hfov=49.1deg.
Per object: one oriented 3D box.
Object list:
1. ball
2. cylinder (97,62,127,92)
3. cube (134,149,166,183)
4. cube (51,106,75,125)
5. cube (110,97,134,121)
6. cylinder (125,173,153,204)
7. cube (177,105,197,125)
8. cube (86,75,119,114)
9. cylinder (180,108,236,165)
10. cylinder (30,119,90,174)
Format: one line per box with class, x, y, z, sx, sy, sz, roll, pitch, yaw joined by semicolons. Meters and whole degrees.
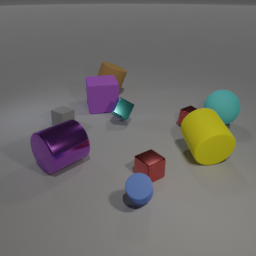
ball;3.796;-0.839;11.321;1.400;1.400;1.400;0;27;0
cylinder;-0.940;-2.621;14.912;1.400;1.400;1.400;20;18;-7
cube;0.674;1.192;8.706;0.700;0.700;0.700;-19;33;-32
cube;-2.744;-0.457;11.849;0.700;0.700;0.700;18;29;31
cube;-0.254;-0.795;11.851;0.700;0.700;0.700;27;-10;-14
cylinder;0.312;1.617;7.427;0.700;0.700;0.700;-3;65;6
cube;2.610;-0.435;11.743;0.700;0.700;0.700;-20;41;-36
cube;-1.231;-1.627;13.369;1.400;1.400;1.400;-6;28;-10
cylinder;2.651;0.278;9.432;1.400;1.400;1.400;-5;40;-10
cylinder;-2.197;0.579;9.115;1.400;1.400;1.400;24;36;38
